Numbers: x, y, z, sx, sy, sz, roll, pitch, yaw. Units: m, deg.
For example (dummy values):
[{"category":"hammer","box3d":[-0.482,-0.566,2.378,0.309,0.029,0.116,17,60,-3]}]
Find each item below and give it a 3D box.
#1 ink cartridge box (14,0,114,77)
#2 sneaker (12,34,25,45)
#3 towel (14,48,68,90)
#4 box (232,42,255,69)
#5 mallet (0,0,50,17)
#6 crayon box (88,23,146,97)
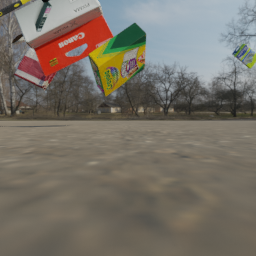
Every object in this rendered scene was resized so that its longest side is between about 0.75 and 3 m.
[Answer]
[{"category":"ink cartridge box","box3d":[-2.052,-3.285,9.103,2.678,2.324,0.583,-26,-14,1]},{"category":"sneaker","box3d":[-3.847,-3.315,10.483,1.000,0.364,0.424,-25,-36,13]},{"category":"towel","box3d":[-3.309,-2.962,11.137,1.906,2.646,0.301,26,-6,27]},{"category":"box","box3d":[3.782,-2.321,8.966,0.790,0.482,0.188,32,14,-18]},{"category":"mallet","box3d":[-2.586,-3.158,6.810,1.578,0.520,0.325,-35,37,-27]},{"category":"crayon box","box3d":[-0.291,-2.207,9.478,1.862,0.629,2.158,-38,-15,-10]}]
